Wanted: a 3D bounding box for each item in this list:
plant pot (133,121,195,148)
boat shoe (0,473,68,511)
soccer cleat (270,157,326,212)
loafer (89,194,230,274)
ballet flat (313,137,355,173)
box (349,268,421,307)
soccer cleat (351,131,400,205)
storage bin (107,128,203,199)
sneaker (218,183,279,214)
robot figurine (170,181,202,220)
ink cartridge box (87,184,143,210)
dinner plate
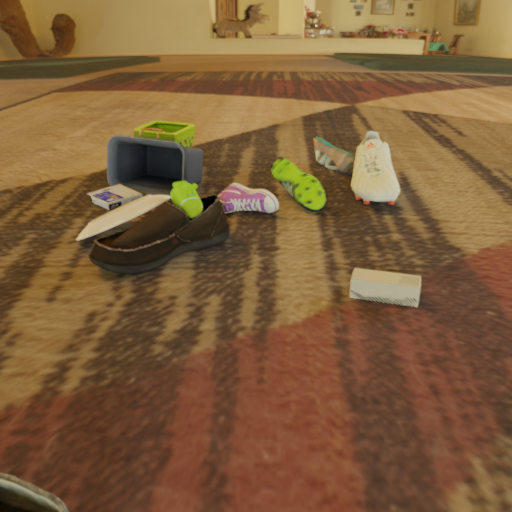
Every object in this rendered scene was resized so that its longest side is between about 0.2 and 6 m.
[{"bbox_3d":[-2.620,-3.144,16.256,1.358,1.233,1.352,9,26,18],"label":"plant pot"},{"bbox_3d":[-2.830,2.283,5.136,2.856,1.013,1.030,5,26,10],"label":"boat shoe"},{"bbox_3d":[1.120,-1.680,13.788,0.717,0.861,2.125,-41,49,2],"label":"soccer cleat"},{"bbox_3d":[-1.875,-0.554,10.980,3.068,1.095,1.120,-22,34,-39],"label":"loafer"},{"bbox_3d":[2.133,-2.959,16.492,0.679,0.671,1.994,20,15,-32],"label":"ballet flat"},{"bbox_3d":[2.195,0.531,9.534,1.149,0.393,0.472,7,26,16],"label":"box"},{"bbox_3d":[3.000,-2.291,14.415,1.142,1.278,3.296,2,26,4],"label":"soccer cleat"},{"bbox_3d":[-2.531,-2.507,14.736,2.285,1.663,1.535,10,17,20],"label":"storage bin"},{"bbox_3d":[-0.273,-1.184,13.091,1.558,0.565,0.889,17,42,36],"label":"sneaker"},{"bbox_3d":[-1.386,-1.096,11.140,0.506,0.768,0.875,-12,54,-27],"label":"robot figurine"},{"bbox_3d":[-3.517,-1.466,13.929,0.993,0.236,1.005,-25,33,-38],"label":"ink cartridge box"},{"bbox_3d":[-2.788,-0.872,11.642,2.131,0.258,2.131,-24,13,6],"label":"dinner plate"}]
